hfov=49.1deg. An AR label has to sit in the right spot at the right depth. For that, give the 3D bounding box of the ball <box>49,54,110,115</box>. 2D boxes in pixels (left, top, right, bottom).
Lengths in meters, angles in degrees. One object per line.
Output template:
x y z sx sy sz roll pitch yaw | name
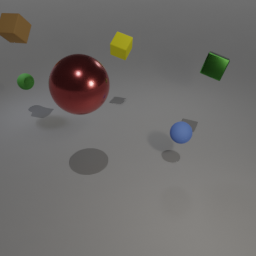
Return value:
-1.125 -1.006 6.525 1.400 1.400 1.400 0 30 0 | ball

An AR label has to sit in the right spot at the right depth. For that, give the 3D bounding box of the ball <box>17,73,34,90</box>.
-4.367 -1.978 11.961 0.700 0.700 0.700 0 30 0 | ball

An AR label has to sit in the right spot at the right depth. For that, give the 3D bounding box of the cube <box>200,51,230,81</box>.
2.841 -2.036 9.159 0.700 0.700 0.700 26 25 10 | cube

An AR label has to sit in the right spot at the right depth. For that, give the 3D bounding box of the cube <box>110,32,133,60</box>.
-0.269 -3.324 11.370 0.700 0.700 0.700 23 70 7 | cube

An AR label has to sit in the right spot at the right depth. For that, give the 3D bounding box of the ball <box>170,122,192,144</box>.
1.665 0.146 8.798 0.700 0.700 0.700 0 30 0 | ball

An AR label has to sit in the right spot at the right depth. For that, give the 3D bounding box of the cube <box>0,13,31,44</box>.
-3.745 -3.277 9.231 0.700 0.700 0.700 8 -8 17 | cube
